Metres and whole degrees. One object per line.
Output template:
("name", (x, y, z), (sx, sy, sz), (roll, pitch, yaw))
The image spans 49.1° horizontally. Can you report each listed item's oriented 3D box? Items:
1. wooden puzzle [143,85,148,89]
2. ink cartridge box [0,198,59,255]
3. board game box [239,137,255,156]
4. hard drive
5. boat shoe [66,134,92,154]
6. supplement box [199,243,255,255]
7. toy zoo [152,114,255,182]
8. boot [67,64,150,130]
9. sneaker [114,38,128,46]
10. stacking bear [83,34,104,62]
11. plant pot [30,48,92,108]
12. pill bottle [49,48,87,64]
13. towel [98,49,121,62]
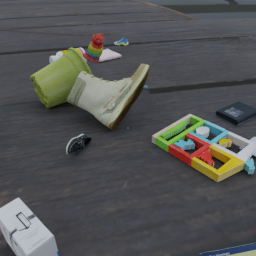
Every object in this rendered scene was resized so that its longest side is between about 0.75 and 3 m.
("wooden puzzle", (0.010, -1.750, 11.748), (1.649, 0.116, 0.978), (-4, 33, -7))
("ink cartridge box", (-1.810, 2.003, 5.058), (1.247, 0.910, 0.525), (27, 43, 37))
("board game box", (3.791, 0.628, 7.986), (0.885, 0.114, 0.885), (-24, 39, -34))
("hard drive", (3.818, -0.535, 9.734), (1.278, 0.210, 0.892), (-22, 38, -30))
("boat shoe", (-1.361, 0.470, 7.940), (0.351, 0.396, 1.060), (11, 17, 17))
("supplement box", (1.809, 2.562, 4.288), (1.165, 0.782, 1.164), (-6, 33, -9))
("toy zoo", (2.262, 0.519, 7.896), (1.794, 0.280, 2.734), (-27, 41, -31))
("boot", (-0.600, -1.427, 9.217), (1.954, 0.910, 2.526), (30, 75, 11))
("sneaker", (-0.408, -5.273, 17.009), (0.873, 0.459, 0.331), (4, 33, 5))
("stacking bear", (-1.027, -2.590, 8.943), (0.513, 0.903, 0.548), (44, 51, 11))
("plant pot", (-2.459, -1.677, 10.251), (1.790, 1.947, 1.947), (-31, 42, -23))
("pill bottle", (-2.892, -3.316, 13.526), (1.658, 0.865, 0.865), (-20, 38, -29))
("towel", (-1.282, -3.921, 15.095), (1.402, 0.226, 1.339), (-21, 38, -29))
